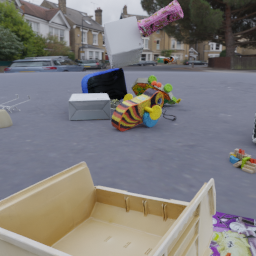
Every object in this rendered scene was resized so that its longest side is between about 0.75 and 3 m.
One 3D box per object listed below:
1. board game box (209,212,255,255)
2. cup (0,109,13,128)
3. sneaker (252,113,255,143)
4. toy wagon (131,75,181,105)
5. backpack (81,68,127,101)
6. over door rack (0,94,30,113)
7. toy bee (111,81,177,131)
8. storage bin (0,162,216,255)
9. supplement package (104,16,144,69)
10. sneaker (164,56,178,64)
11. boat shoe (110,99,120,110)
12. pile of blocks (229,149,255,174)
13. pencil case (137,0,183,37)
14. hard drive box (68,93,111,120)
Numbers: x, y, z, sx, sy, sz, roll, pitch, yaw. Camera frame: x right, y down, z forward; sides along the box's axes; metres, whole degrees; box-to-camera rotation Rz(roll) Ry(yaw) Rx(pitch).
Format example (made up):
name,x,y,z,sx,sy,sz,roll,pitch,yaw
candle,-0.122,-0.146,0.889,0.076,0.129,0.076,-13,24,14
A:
name,x,y,z,sx,sy,sz,roll,pitch,yaw
board game box,1.219,1.595,3.629,0.972,0.262,1.620,1,14,22
cup,-4.804,-0.373,10.527,0.834,0.597,0.834,0,14,0
sneaker,4.667,-0.152,8.744,1.193,1.106,2.944,13,20,34
toy wagon,1.529,-1.783,14.555,2.655,0.525,2.060,25,-19,-12
backpack,-1.426,-2.185,15.358,2.245,1.824,1.884,-21,17,-26
over door rack,-5.487,-1.132,13.555,0.994,0.448,1.345,8,37,30
toy bee,0.647,-0.944,10.519,1.926,1.599,2.942,16,25,26
storage bin,-0.247,1.190,3.259,2.057,0.964,2.042,2,14,33
supplement package,-0.243,-3.944,13.253,1.504,1.486,2.481,-14,-1,-4
sneaker,1.990,-3.151,13.031,0.376,0.309,0.817,-12,11,-29
boat shoe,-0.735,-1.223,14.089,0.558,0.467,1.562,-13,19,-41
pile of blocks,2.726,0.723,6.749,0.457,0.346,1.112,-3,14,-11
pencil case,1.321,-4.458,11.469,1.892,0.819,0.783,-19,-40,30
hard drive box,-1.685,-0.991,12.403,1.715,0.845,2.200,-2,14,-6
